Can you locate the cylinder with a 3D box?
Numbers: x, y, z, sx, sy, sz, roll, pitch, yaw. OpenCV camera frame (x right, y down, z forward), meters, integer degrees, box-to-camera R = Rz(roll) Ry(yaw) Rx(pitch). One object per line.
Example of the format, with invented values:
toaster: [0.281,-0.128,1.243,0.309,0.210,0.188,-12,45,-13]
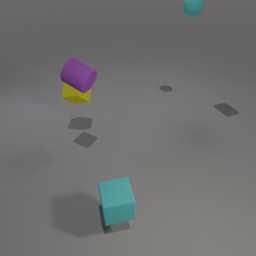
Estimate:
cylinder: [-1.291,-1.379,7.392,0.700,0.700,0.700,31,41,8]

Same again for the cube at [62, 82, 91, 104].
cube: [-1.762,-1.281,9.651,0.700,0.700,0.700,-3,74,25]

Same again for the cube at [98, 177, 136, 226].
cube: [-0.250,1.637,6.281,0.700,0.700,0.700,-10,41,-8]

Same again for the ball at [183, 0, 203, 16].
ball: [2.340,-4.387,10.065,0.700,0.700,0.700,0,34,0]
